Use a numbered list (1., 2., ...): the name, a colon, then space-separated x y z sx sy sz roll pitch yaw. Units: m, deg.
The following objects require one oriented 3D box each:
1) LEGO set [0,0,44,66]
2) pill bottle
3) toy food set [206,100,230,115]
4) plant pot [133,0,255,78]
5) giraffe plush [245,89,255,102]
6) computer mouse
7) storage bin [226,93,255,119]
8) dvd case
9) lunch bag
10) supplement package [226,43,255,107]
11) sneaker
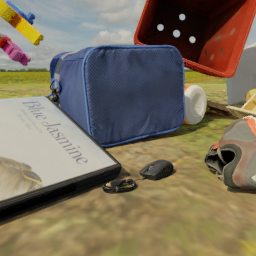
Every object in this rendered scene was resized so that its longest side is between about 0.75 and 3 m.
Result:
1. LEGO set: -2.313 -1.866 5.551 1.193 1.109 2.907 41 7 -8
2. pill bottle: 1.278 -0.754 8.631 1.132 1.132 2.005 -10 13 -42
3. toy food set: 2.911 -0.724 10.304 2.640 0.530 1.822 9 11 -39
4. plant pot: 1.831 -3.233 8.669 2.943 2.946 2.596 19 1 -6
5. giraffe plush: 4.881 -0.865 8.337 1.666 2.055 1.773 22 37 -34
6. computer mouse: 0.177 0.625 3.840 1.268 0.216 0.372 -11 16 -44
7. storage bin: 3.706 -0.867 6.855 0.904 1.929 1.915 41 3 -13
8. dvd case: -1.757 0.262 3.419 2.928 0.257 2.089 -11 40 -46
9. lunch bag: -0.381 -0.811 6.479 2.999 2.037 1.984 -9 13 -33
10. supplement package: 5.260 -1.960 10.288 1.968 1.982 2.612 3 -10 -22
11. sneaker: 1.539 0.300 4.151 0.851 0.801 2.079 -5 9 9
